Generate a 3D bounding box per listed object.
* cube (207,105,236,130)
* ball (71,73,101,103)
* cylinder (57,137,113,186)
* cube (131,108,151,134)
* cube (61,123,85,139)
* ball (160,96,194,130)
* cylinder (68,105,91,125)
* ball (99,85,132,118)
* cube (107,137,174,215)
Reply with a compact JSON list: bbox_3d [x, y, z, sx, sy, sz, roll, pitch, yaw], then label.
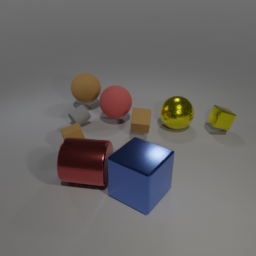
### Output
[{"bbox_3d":[3.739,-0.418,11.214,0.700,0.700,0.700,13,24,-15],"label":"cube"},{"bbox_3d":[-1.963,-1.869,13.070,1.400,1.400,1.400,0,30,0],"label":"ball"},{"bbox_3d":[-1.273,1.027,8.640,1.400,1.400,1.400,5,30,8],"label":"cylinder"},{"bbox_3d":[0.490,-0.279,10.661,0.700,0.700,0.700,7,62,2],"label":"cube"},{"bbox_3d":[-1.960,0.324,10.137,0.700,0.700,0.700,-22,24,-11],"label":"cube"},{"bbox_3d":[2.031,-0.630,11.606,1.400,1.400,1.400,0,30,0],"label":"ball"},{"bbox_3d":[-2.060,-0.514,11.896,0.700,0.700,0.700,-37,43,-19],"label":"cylinder"},{"bbox_3d":[-0.525,-1.117,11.967,1.400,1.400,1.400,0,30,0],"label":"ball"},{"bbox_3d":[0.370,1.325,8.124,1.400,1.400,1.400,19,35,30],"label":"cube"}]
